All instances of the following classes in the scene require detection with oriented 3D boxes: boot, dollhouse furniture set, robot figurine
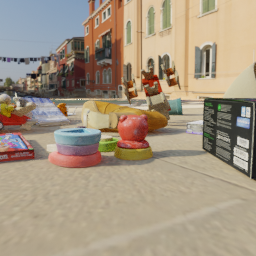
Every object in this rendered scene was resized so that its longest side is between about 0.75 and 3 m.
[{"bbox_3d":[-0.200,-0.328,10.013,2.138,1.051,2.986,2,8,-35],"label":"boot"},{"bbox_3d":[1.092,-1.442,11.717,2.317,1.194,2.292,-17,48,9],"label":"dollhouse furniture set"},{"bbox_3d":[-4.358,-0.716,12.756,2.107,0.846,2.907,7,10,43],"label":"robot figurine"},{"bbox_3d":[-1.565,-0.157,8.716,0.914,0.819,1.154,-4,9,-30],"label":"dollhouse furniture set"}]

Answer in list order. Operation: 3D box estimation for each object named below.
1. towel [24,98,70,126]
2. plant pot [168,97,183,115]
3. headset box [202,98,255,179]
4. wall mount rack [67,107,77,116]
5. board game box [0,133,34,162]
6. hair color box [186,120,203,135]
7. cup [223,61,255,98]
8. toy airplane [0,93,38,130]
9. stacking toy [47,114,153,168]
[{"bbox_3d":[-3.513,-0.729,11.775,1.507,0.244,2.051,-4,36,-43],"label":"towel"},{"bbox_3d":[2.605,-1.210,16.244,1.029,1.051,1.051,-6,6,13],"label":"plant pot"},{"bbox_3d":[3.180,0.041,5.511,2.744,1.273,2.389,0,8,-3],"label":"headset box"},{"bbox_3d":[-3.509,-0.938,15.605,1.479,0.551,1.285,-6,10,-34],"label":"wall mount rack"},{"bbox_3d":[-3.076,0.422,6.592,1.304,0.246,2.532,-5,9,-27],"label":"board game box"},{"bbox_3d":[2.495,-0.025,9.494,0.616,0.365,1.127,7,8,37],"label":"hair color box"},{"bbox_3d":[4.112,-0.786,9.370,2.347,2.347,1.678,-8,-17,-45],"label":"cup"},{"bbox_3d":[-4.022,-0.530,9.600,1.838,1.297,1.830,-13,-5,-13],"label":"toy airplane"},{"bbox_3d":[-0.726,0.142,6.156,2.146,0.907,1.943,-4,9,-32],"label":"stacking toy"}]
